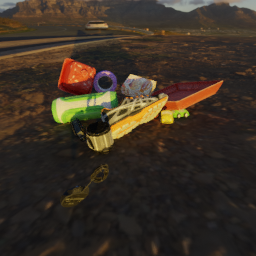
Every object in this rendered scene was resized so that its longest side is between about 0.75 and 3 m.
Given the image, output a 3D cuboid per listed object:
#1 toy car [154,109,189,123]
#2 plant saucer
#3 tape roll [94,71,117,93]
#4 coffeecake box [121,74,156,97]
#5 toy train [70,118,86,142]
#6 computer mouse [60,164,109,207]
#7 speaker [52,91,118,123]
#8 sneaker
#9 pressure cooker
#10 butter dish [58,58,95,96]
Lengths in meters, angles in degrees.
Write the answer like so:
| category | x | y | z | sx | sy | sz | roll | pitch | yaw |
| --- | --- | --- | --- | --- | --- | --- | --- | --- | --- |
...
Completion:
| category | x | y | z | sx | sy | sz | roll | pitch | yaw |
| --- | --- | --- | --- | --- | --- | --- | --- | --- | --- |
| toy car | 1.386 | -0.531 | 9.536 | 1.600 | 0.379 | 1.701 | -8 | 16 | -29 |
| plant saucer | 1.855 | -1.186 | 10.401 | 2.427 | 0.445 | 2.422 | -24 | 18 | -31 |
| tape roll | -1.013 | -2.017 | 12.497 | 1.023 | 1.023 | 0.336 | -1 | 23 | -3 |
| coffeecake box | 0.416 | -1.564 | 10.818 | 1.092 | 0.399 | 0.838 | 19 | 51 | 17 |
| toy train | -1.406 | 0.042 | 8.068 | 0.310 | 0.416 | 1.816 | -36 | 19 | -5 |
| computer mouse | -0.785 | 0.989 | 4.923 | 0.428 | 1.461 | 0.249 | 11 | 46 | -40 |
| speaker | -1.378 | -0.688 | 9.212 | 2.067 | 0.914 | 0.914 | -7 | 22 | 4 |
| sneaker | 0.239 | -0.586 | 8.410 | 2.325 | 0.910 | 0.898 | -28 | 69 | -27 |
| pressure cooker | -0.709 | 0.292 | 7.279 | 0.680 | 0.761 | 0.670 | 5 | 36 | 21 |
| butter dish | -1.949 | -2.117 | 11.492 | 1.440 | 1.436 | 1.065 | 17 | -12 | -27 |
